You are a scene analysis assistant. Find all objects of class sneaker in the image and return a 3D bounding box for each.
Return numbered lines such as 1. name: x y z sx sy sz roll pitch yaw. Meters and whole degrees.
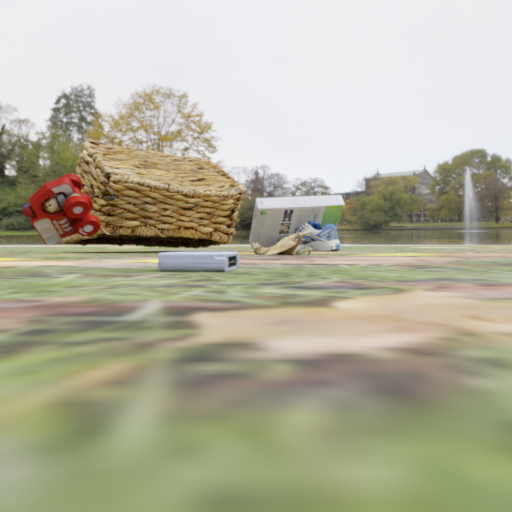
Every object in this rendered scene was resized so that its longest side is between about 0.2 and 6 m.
1. sneaker: 1.395 -0.506 14.514 1.888 0.804 0.727 0 1 44

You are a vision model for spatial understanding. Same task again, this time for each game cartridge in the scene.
1. game cartridge: -0.500 0.047 4.817 0.618 0.187 0.926 4 2 6

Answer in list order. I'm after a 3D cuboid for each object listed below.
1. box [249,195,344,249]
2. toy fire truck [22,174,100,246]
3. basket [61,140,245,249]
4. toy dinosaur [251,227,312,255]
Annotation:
1. box: 1.054 -0.899 15.055 2.320 0.422 1.675 -2 -37 -11
2. toy fire truck: -2.918 -0.652 8.340 0.932 0.622 1.110 -24 -33 -9
3. basket: -2.378 -0.859 13.426 3.716 2.768 2.652 3 27 -38
4. toy dinosaur: 0.610 -0.163 10.315 0.906 0.522 1.793 -19 3 -30
